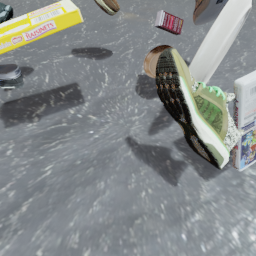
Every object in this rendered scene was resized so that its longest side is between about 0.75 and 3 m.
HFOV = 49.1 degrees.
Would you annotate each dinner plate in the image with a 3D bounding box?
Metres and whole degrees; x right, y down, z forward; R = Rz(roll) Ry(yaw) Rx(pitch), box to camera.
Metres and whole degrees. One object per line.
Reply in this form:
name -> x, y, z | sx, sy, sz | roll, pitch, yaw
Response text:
dinner plate -> 1.961, -1.753, 6.095 | 0.359, 2.960, 2.960 | 32, 51, 11

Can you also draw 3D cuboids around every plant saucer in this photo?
plant saucer -> 1.019, -1.991, 8.545 | 1.121, 0.205, 1.121 | -9, 70, 26

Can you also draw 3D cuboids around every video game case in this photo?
video game case -> 2.943, -0.404, 5.524 | 2.207, 2.011, 0.254 | -26, 36, -18

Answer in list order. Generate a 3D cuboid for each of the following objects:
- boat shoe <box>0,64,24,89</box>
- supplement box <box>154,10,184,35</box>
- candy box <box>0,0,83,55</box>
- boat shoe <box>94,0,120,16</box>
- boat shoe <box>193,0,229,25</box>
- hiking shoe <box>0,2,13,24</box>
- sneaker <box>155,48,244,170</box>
boat shoe -> -3.360, -1.191, 6.796 | 1.777, 0.607, 0.656 | -1, 41, 8
supplement box -> 1.152, -2.917, 7.795 | 0.782, 0.426, 0.238 | 11, 3, -29
candy box -> -2.391, -2.062, 6.023 | 2.740, 0.362, 1.400 | -24, 35, -6
boat shoe -> -0.839, -4.515, 8.519 | 0.974, 2.634, 0.973 | -28, 63, 20
boat shoe -> 2.381, -3.923, 8.028 | 0.987, 2.742, 0.901 | -15, 83, 4
hiking shoe -> -3.919, -2.893, 7.887 | 0.700, 0.601, 1.616 | 28, 69, -5
sneaker -> 1.257, -0.419, 4.675 | 1.008, 2.274, 0.874 | -39, 26, -12
